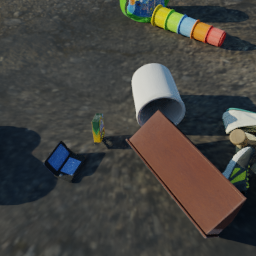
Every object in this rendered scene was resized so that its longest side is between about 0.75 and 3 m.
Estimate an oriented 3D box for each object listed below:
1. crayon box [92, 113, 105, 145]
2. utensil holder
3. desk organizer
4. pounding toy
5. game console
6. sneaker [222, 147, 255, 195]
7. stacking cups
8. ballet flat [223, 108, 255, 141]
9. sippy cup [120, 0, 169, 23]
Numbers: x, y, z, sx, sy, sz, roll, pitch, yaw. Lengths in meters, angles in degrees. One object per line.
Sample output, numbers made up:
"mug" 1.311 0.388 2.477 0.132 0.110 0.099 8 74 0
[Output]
"crayon box" -0.796 0.046 7.620 0.198 0.768 0.483 3 31 9
"utensil holder" 0.829 -0.916 8.168 1.355 1.355 1.594 -4 47 -4
"desk organizer" 1.322 0.962 6.440 1.105 1.030 2.871 -46 56 9
"pounding toy" 3.494 0.940 6.674 2.073 1.080 2.360 -48 56 11
"game console" -1.598 0.850 7.189 0.711 0.493 0.833 17 52 17
"sneaker" 2.461 1.131 6.279 0.660 0.580 1.559 35 81 26
"stacking cups" 2.438 -4.048 11.288 2.977 0.901 0.901 29 55 17
"ballet flat" 3.927 0.022 7.804 2.513 0.872 0.872 7 49 12
"sippy cup" 0.829 -5.759 12.097 1.799 1.679 2.291 17 51 13
